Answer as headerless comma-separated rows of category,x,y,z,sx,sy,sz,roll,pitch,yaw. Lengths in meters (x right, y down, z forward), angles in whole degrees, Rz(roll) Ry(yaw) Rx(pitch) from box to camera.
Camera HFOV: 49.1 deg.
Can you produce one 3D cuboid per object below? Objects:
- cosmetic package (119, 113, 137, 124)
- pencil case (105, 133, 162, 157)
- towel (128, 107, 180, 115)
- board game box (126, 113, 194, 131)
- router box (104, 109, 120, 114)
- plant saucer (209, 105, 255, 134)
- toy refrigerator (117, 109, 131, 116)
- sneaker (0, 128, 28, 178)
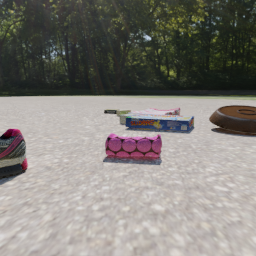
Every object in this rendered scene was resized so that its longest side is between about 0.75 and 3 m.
cosmetic package,0.184,-0.442,13.159,1.100,0.402,0.569,-9,12,-42
pencil case,0.145,0.400,6.890,1.380,0.626,0.647,3,42,8
towel,1.566,-0.888,16.010,2.179,0.445,2.977,4,9,28
board game box,1.379,-0.265,11.715,2.550,0.439,1.726,4,9,19
router box,-1.020,-1.061,17.862,0.864,0.226,0.679,2,9,11
plant saucer,4.649,-0.433,10.971,2.820,0.486,2.820,1,17,0
toy refrigerator,-0.235,-0.888,16.361,0.886,0.336,0.310,-7,11,-42
sneaker,-2.966,0.538,5.036,0.929,0.861,2.305,7,11,37
